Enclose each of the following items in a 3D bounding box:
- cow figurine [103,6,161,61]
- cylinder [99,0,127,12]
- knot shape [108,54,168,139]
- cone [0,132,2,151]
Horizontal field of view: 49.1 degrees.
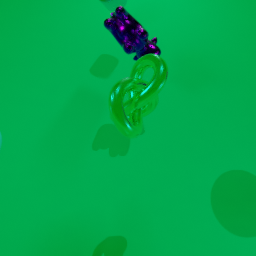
[{"bbox_3d":[0.130,-1.999,6.206,0.761,1.365,1.387,-41,96,16],"label":"cow figurine"},{"bbox_3d":[-0.447,-3.662,7.696,0.702,0.702,0.702,0,91,19],"label":"cylinder"},{"bbox_3d":[0.152,-0.479,3.852,0.557,1.205,1.127,27,100,6],"label":"knot shape"},{"bbox_3d":[-2.233,0.112,3.317,0.971,0.974,0.971,-9,58,15],"label":"cone"}]
